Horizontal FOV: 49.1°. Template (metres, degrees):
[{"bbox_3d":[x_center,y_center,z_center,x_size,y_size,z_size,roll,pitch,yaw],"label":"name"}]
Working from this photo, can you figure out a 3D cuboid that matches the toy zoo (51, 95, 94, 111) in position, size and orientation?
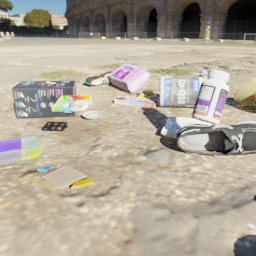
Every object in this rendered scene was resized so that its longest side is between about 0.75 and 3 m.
[{"bbox_3d":[-1.401,-0.664,7.411,1.055,0.108,0.692,0,35,14],"label":"toy zoo"}]

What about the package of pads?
[{"bbox_3d":[0.044,-2.996,16.664,1.503,0.944,2.494,-39,34,-12],"label":"package of pads"}]

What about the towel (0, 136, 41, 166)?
[{"bbox_3d":[-3.857,0.721,8.632,2.246,0.256,1.613,-7,21,-16],"label":"towel"}]

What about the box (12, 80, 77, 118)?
[{"bbox_3d":[-3.567,-1.301,12.340,2.514,1.333,1.537,-3,21,-6],"label":"box"}]

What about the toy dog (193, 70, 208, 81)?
[{"bbox_3d":[4.345,-2.732,16.588,1.007,1.378,2.090,-27,3,22],"label":"toy dog"}]

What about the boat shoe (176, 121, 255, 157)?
[{"bbox_3d":[2.921,0.365,8.371,2.982,1.102,0.900,5,20,22],"label":"boat shoe"}]

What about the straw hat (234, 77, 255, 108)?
[{"bbox_3d":[6.165,-1.228,12.281,2.667,2.667,1.129,-2,62,-5],"label":"straw hat"}]

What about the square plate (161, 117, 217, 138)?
[{"bbox_3d":[2.296,0.044,10.364,1.896,0.270,1.878,6,22,15],"label":"square plate"}]

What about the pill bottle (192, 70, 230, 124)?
[{"bbox_3d":[2.578,-0.952,8.608,0.862,1.548,0.862,17,2,-1],"label":"pill bottle"}]

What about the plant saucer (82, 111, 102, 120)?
[{"bbox_3d":[-1.508,-0.498,11.840,0.843,0.212,0.843,0,21,0],"label":"plant saucer"}]

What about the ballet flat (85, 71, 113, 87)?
[{"bbox_3d":[-1.610,-3.038,17.833,2.241,0.762,0.766,-22,38,-23],"label":"ballet flat"}]

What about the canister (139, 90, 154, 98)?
[{"bbox_3d":[0.960,-1.704,14.755,0.637,0.371,0.857,7,24,17],"label":"canister"}]

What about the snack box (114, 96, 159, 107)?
[{"bbox_3d":[0.421,-1.324,13.904,2.092,0.254,0.752,7,22,18],"label":"snack box"}]

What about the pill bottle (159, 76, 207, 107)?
[{"bbox_3d":[2.766,-1.691,13.188,2.546,1.449,1.449,1,21,5],"label":"pill bottle"}]

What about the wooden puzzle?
[{"bbox_3d":[-1.662,1.293,7.315,0.991,0.172,1.469,-13,25,-41],"label":"wooden puzzle"}]
